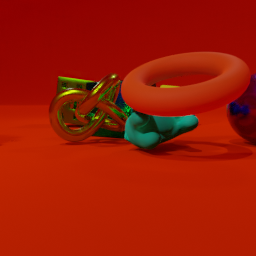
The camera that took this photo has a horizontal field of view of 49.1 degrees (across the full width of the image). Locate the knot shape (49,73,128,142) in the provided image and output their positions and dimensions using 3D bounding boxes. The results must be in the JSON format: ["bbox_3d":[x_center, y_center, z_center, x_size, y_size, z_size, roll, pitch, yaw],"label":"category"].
[{"bbox_3d":[-0.464,-0.318,4.099,1.219,1.141,0.563,5,47,-33],"label":"knot shape"}]

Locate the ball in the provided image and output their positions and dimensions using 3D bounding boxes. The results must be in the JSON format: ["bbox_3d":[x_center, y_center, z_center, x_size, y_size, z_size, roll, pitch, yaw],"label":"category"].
[{"bbox_3d":[2.002,-0.286,4.107,1.063,1.063,1.063,0,5,0],"label":"ball"}]

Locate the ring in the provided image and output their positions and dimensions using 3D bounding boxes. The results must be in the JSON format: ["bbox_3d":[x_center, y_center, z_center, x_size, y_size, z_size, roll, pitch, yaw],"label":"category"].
[{"bbox_3d":[0.642,-0.562,3.301,1.475,0.295,1.475,-10,28,5],"label":"ring"}]

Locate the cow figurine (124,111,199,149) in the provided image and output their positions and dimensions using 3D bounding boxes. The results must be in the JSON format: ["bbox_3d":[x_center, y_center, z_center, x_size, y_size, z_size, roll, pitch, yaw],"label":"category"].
[{"bbox_3d":[0.453,-0.102,3.893,1.237,0.679,1.217,-26,0,-18],"label":"cow figurine"}]

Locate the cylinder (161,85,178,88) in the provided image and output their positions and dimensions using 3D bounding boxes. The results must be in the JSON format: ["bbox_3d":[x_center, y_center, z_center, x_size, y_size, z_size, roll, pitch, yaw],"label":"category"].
[{"bbox_3d":[1.350,-0.658,7.749,0.972,0.972,0.972,8,7,14],"label":"cylinder"}]

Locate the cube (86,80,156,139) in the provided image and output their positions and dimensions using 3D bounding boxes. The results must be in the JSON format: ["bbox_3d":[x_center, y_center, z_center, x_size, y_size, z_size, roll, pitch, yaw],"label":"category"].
[{"bbox_3d":[-0.109,-0.371,5.398,1.006,1.006,1.006,3,6,30],"label":"cube"}]

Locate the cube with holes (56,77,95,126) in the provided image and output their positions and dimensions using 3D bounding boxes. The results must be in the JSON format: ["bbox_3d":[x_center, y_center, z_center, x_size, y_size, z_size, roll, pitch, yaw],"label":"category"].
[{"bbox_3d":[-1.227,-0.689,7.543,1.128,1.128,1.128,8,5,3],"label":"cube with holes"}]
